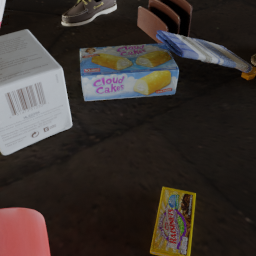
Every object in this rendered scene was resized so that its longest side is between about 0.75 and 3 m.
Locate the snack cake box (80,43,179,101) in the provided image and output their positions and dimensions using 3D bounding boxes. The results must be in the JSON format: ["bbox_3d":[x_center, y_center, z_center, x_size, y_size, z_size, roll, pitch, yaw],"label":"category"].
[{"bbox_3d":[-0.029,-1.639,8.040,2.603,0.874,1.497,-6,46,-6],"label":"snack cake box"}]

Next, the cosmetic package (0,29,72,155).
[{"bbox_3d":[-2.665,-0.928,6.679,1.801,1.790,2.153,-25,51,-23],"label":"cosmetic package"}]

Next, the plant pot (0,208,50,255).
[{"bbox_3d":[-1.794,2.275,3.602,1.919,1.919,1.698,-20,58,-19],"label":"plant pot"}]

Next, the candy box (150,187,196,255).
[{"bbox_3d":[0.857,1.726,5.173,0.674,0.174,1.318,8,45,12],"label":"candy box"}]

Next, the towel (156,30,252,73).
[{"bbox_3d":[2.258,-2.286,8.415,2.585,0.308,1.898,4,34,-25],"label":"towel"}]

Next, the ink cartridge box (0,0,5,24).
[{"bbox_3d":[-2.256,-1.354,3.166,0.714,1.263,1.724,25,21,3],"label":"ink cartridge box"}]

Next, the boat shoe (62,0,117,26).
[{"bbox_3d":[-1.570,-4.955,11.376,1.027,0.851,2.858,33,54,29],"label":"boat shoe"}]

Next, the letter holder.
[{"bbox_3d":[1.266,-4.029,10.045,1.010,1.428,2.009,-20,49,-19],"label":"letter holder"}]

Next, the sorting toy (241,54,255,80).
[{"bbox_3d":[4.961,-1.933,8.692,2.751,0.368,2.049,-29,52,-26],"label":"sorting toy"}]
